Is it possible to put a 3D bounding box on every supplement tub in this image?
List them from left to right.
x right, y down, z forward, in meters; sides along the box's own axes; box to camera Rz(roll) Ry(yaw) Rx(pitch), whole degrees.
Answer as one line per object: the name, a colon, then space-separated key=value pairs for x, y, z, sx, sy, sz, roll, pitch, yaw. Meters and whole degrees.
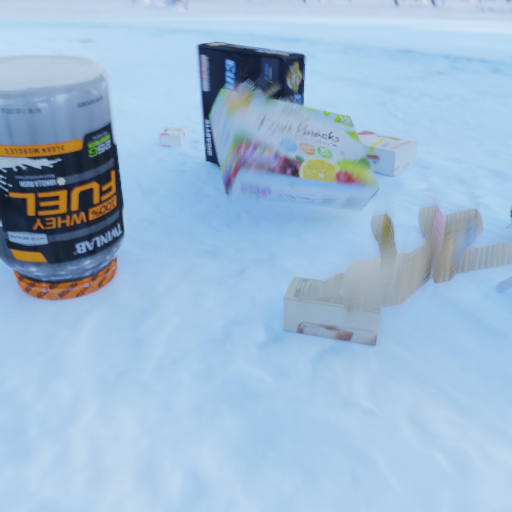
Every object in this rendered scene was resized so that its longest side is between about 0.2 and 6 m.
supplement tub: x=-2.701 y=-0.996 z=7.399 sx=1.803 sy=2.942 sz=1.803 roll=0 pitch=31 yaw=0

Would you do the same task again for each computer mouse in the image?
computer mouse: x=-0.067 y=-2.878 z=9.919 sx=0.867 sy=0.347 sz=1.582 roll=32 pitch=-11 yaw=-6

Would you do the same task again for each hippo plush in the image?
hippo plush: x=4.720 y=-0.136 z=6.686 sx=2.546 sy=2.028 sz=2.047 roll=-3 pitch=23 yaw=-8

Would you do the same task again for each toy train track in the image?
toy train track: x=1.832 y=-0.243 z=6.004 sx=2.295 sy=0.651 sz=4.002 roll=-13 pitch=3 yaw=32

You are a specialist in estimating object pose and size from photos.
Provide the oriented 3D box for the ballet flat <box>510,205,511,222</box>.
ballet flat: x=5.292 y=-0.712 z=9.322 sx=2.729 sy=1.013 sz=1.013 roll=-3 pitch=28 yaw=-9

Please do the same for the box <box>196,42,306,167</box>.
box: x=-0.144 y=-2.843 z=11.187 sx=0.628 sy=2.527 sz=2.509 roll=-25 pitch=37 yaw=-38

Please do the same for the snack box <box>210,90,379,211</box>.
snack box: x=0.621 y=-1.743 z=9.398 sx=2.545 sy=0.674 sz=1.810 roll=4 pitch=53 yaw=-25

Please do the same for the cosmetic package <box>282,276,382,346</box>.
cosmetic package: x=0.952 y=0.669 z=6.924 sx=1.165 sy=0.508 sz=0.602 roll=9 pitch=30 yaw=15

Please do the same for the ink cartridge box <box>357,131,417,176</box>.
ink cartridge box: x=2.695 y=-2.279 z=12.352 sx=1.386 sy=0.578 sz=1.006 roll=23 pitch=36 yaw=37

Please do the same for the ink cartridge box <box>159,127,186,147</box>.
ink cartridge box: x=-2.072 y=-2.958 z=13.917 sx=0.535 sy=0.311 sz=0.734 roll=1 pitch=26 yaw=2
